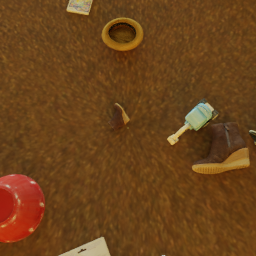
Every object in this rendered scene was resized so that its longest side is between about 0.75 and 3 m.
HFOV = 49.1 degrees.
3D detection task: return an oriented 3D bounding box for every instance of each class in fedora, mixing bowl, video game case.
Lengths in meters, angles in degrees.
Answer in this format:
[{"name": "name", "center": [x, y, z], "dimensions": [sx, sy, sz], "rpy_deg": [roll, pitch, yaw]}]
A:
[{"name": "fedora", "center": [-0.177, -3.207, 9.950], "dimensions": [1.501, 0.612, 1.501], "rpy_deg": [-2, 68, 6]}, {"name": "mixing bowl", "center": [-3.504, 2.238, 8.003], "dimensions": [1.997, 1.081, 1.997], "rpy_deg": [0, 72, -1]}, {"name": "video game case", "center": [-1.786, -4.912, 10.753], "dimensions": [0.839, 0.106, 1.172], "rpy_deg": [12, 73, 4]}]

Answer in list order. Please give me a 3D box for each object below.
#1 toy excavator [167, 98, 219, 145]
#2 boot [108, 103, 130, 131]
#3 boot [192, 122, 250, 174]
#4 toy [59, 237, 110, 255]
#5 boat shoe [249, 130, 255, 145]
[{"name": "toy excavator", "center": [1.976, -0.149, 8.880], "dimensions": [1.398, 1.359, 0.698], "rpy_deg": [-29, 73, -38]}, {"name": "boot", "center": [-0.401, -0.373, 9.229], "dimensions": [0.648, 0.282, 0.779], "rpy_deg": [-33, 79, -11]}, {"name": "boot", "center": [2.802, 0.612, 8.860], "dimensions": [1.822, 0.659, 1.516], "rpy_deg": [-7, 61, -1]}, {"name": "toy", "center": [-0.874, 4.365, 7.605], "dimensions": [1.343, 0.551, 2.333], "rpy_deg": [-21, 73, -9]}, {"name": "boat shoe", "center": [4.207, 0.440, 8.954], "dimensions": [0.300, 0.318, 0.886], "rpy_deg": [-40, 79, -16]}]
